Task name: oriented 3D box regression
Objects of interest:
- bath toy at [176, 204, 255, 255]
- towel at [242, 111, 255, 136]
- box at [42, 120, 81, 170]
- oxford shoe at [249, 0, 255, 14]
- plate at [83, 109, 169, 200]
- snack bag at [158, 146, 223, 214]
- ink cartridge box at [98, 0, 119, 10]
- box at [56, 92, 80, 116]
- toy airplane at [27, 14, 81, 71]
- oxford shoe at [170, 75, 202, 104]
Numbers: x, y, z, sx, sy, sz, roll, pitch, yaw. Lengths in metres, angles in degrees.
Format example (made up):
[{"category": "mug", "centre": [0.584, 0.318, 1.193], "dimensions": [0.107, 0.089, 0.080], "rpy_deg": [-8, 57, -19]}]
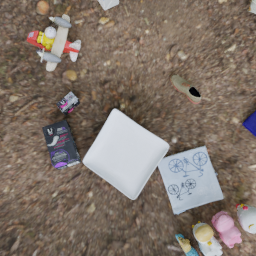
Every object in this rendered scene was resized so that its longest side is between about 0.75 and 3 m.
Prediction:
[{"category": "bath toy", "centre": [3.089, 3.357, 9.332], "dimensions": [2.887, 1.256, 1.067], "rpy_deg": [-25, 36, -7]}, {"category": "towel", "centre": [5.143, -0.242, 10.780], "dimensions": [1.265, 0.313, 0.934], "rpy_deg": [-40, 71, -11]}, {"category": "box", "centre": [-2.411, 0.625, 10.220], "dimensions": [0.941, 0.817, 1.540], "rpy_deg": [-18, 74, -5]}, {"category": "oxford shoe", "centre": [6.091, -4.750, 11.991], "dimensions": [2.160, 0.624, 0.812], "rpy_deg": [31, 36, -2]}, {"category": "plate", "centre": [-0.095, 0.910, 9.890], "dimensions": [2.382, 0.385, 2.377], "rpy_deg": [34, 101, 13]}, {"category": "snack bag", "centre": [2.267, 1.850, 10.168], "dimensions": [1.971, 0.224, 2.090], "rpy_deg": [-17, 73, -4]}, {"category": "ink cartridge box", "centre": [-1.297, -6.472, 12.092], "dimensions": [0.775, 1.339, 2.305], "rpy_deg": [-30, 75, -9]}, {"category": "box", "centre": [-2.321, -0.946, 10.857], "dimensions": [0.775, 0.512, 0.445], "rpy_deg": [-44, 78, -12]}, {"category": "toy airplane", "centre": [-2.834, -3.448, 11.153], "dimensions": [1.976, 1.400, 1.984], "rpy_deg": [-32, 75, -10]}, {"category": "oxford shoe", "centre": [2.317, -1.637, 11.029], "dimensions": [1.554, 0.581, 0.548], "rpy_deg": [42, 78, 11]}]
